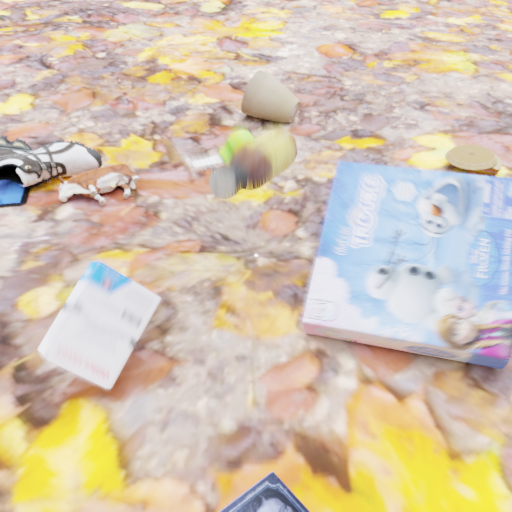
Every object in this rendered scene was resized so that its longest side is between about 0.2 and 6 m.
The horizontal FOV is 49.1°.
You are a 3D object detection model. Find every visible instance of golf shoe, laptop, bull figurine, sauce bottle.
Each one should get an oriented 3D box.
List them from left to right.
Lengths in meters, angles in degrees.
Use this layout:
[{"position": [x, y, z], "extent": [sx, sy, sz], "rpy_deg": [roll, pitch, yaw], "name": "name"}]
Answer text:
[{"position": [-6.003, -2.081, 11.409], "extent": [1.327, 2.569, 2.277], "rpy_deg": [-35, 36, 15], "name": "laptop"}, {"position": [-4.364, -1.789, 11.544], "extent": [2.308, 0.897, 1.091], "rpy_deg": [1, 55, -5], "name": "golf shoe"}, {"position": [-3.162, -1.438, 11.286], "extent": [1.602, 0.522, 0.973], "rpy_deg": [-27, 49, -28], "name": "bull figurine"}, {"position": [-0.040, -1.339, 8.183], "extent": [0.673, 0.673, 2.038], "rpy_deg": [18, 31, 21], "name": "sauce bottle"}]

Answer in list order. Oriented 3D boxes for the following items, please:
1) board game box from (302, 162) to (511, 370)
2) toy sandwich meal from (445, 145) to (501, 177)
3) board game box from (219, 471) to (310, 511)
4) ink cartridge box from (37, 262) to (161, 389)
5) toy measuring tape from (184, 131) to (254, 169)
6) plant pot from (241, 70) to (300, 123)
[{"position": [2.344, 0.018, 8.347], "extent": [2.797, 0.610, 2.811], "rpy_deg": [8, 66, 16], "name": "board game box"}, {"position": [4.685, -2.030, 12.150], "extent": [1.179, 0.404, 1.179], "rpy_deg": [-3, 37, 2], "name": "toy sandwich meal"}, {"position": [-0.303, 3.537, 5.095], "extent": [2.785, 0.482, 1.887], "rpy_deg": [-27, 46, -30], "name": "board game box"}, {"position": [-2.044, 0.891, 7.325], "extent": [0.570, 0.986, 1.351], "rpy_deg": [2, 60, 60], "name": "ink cartridge box"}, {"position": [-0.532, -1.978, 10.309], "extent": [1.628, 0.599, 0.599], "rpy_deg": [-15, 41, -30], "name": "toy measuring tape"}, {"position": [0.423, -3.828, 13.926], "extent": [1.221, 1.144, 1.144], "rpy_deg": [28, 45, 10], "name": "plant pot"}]
